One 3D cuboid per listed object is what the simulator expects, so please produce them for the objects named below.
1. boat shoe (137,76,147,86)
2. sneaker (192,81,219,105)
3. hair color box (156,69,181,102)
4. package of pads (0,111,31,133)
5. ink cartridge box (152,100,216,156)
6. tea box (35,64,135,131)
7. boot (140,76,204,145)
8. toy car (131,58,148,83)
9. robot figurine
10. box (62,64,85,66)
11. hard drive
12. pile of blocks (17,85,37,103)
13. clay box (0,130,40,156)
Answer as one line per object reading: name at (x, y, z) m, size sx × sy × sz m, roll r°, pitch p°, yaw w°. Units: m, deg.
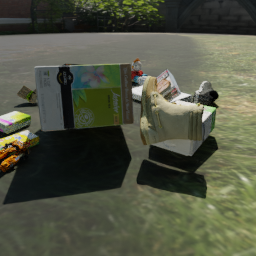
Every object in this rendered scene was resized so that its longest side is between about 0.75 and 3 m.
boat shoe at (1.125, -2.456, 15.571) m, size 1.568 × 0.565 × 0.537 m, roll 25°, pitch 32°, yaw 26°
sneaker at (3.842, -1.620, 13.374) m, size 1.035 × 0.760 × 2.288 m, roll 14°, pitch 31°, yaw 22°
hair color box at (1.350, -1.482, 10.091) m, size 0.748 × 0.458 × 1.511 m, roll -37°, pitch 29°, yaw 19°
package of pads at (-4.408, -0.231, 10.580) m, size 0.909 × 0.401 × 1.177 m, roll 15°, pitch 27°, yaw 28°
ink cartridge box at (1.873, -0.079, 9.434) m, size 1.511 × 0.873 × 2.077 m, roll 16°, pitch 33°, yaw 31°
tea box at (-1.525, -1.132, 9.809) m, size 2.925 × 1.986 × 2.973 m, roll -6°, pitch 9°, yaw -11°
boot at (1.314, -0.615, 8.326) m, size 1.823 × 0.854 × 2.346 m, roll -4°, pitch 56°, yaw 14°
toy car at (0.432, -3.551, 16.951) m, size 1.190 × 1.345 × 1.240 m, roll -20°, pitch 30°, yaw -38°
robot figurine at (-3.407, 0.752, 8.168) m, size 0.832 × 0.334 × 1.148 m, roll 30°, pitch 37°, yaw 6°
box at (-2.333, -2.406, 11.714) m, size 0.859 × 0.250 × 1.254 m, roll -19°, pitch -5°, yaw 42°
hard drive at (1.460, -1.577, 13.678) m, size 1.812 × 0.366 × 2.747 m, roll -21°, pitch 31°, yaw -39°
pile of blocks at (-4.193, -1.429, 13.283) m, size 1.947 × 0.799 × 0.605 m, roll 8°, pitch -19°, yaw -3°
clay box at (-3.622, 0.491, 9.043) m, size 0.733 × 0.303 × 1.275 m, roll 22°, pitch 33°, yaw 37°
